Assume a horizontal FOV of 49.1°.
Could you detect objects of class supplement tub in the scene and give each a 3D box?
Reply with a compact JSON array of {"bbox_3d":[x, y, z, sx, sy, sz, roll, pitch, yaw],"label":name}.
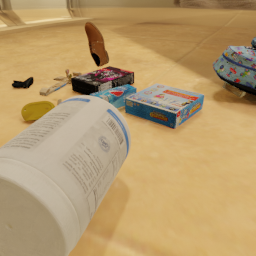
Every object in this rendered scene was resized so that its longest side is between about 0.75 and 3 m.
[{"bbox_3d":[-1.238,0.739,5.184,1.949,1.949,2.955,9,29,16],"label":"supplement tub"}]

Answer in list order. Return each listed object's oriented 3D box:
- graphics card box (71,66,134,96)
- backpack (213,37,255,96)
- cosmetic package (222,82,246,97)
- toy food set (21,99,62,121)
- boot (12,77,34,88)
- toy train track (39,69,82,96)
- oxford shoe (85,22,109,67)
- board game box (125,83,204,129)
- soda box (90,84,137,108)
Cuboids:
[{"bbox_3d":[-1.000,-1.959,11.643,1.473,0.597,2.348,22,36,34],"label":"graphics card box"},{"bbox_3d":[4.691,-2.352,10.498,2.712,1.824,2.476,20,31,3],"label":"backpack"},{"bbox_3d":[4.186,-1.558,10.986,0.836,0.297,0.440,37,38,28],"label":"cosmetic package"},{"bbox_3d":[-2.774,-0.478,9.160,1.299,0.424,0.764,-9,53,-12],"label":"toy food set"},{"bbox_3d":[-4.477,-1.960,11.917,0.716,0.326,0.853,5,35,1],"label":"boot"},{"bbox_3d":[-2.824,-2.051,11.987,1.564,0.444,2.728,11,31,19],"label":"toy train track"},{"bbox_3d":[-1.017,-2.543,8.595,0.493,1.383,0.493,-3,30,40],"label":"oxford shoe"},{"bbox_3d":[1.255,-0.832,9.574,1.987,0.555,1.945,21,34,34],"label":"board game box"},{"bbox_3d":[-0.497,-1.056,9.966,1.699,0.576,0.545,-21,34,-34],"label":"soda box"}]
